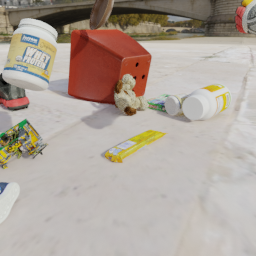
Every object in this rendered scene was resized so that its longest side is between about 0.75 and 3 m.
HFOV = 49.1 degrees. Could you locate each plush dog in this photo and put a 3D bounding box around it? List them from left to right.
[{"bbox_3d":[-0.102,-0.967,9.211,1.109,1.383,1.188,-30,3,15],"label":"plush dog"}]

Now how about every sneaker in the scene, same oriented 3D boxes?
[{"bbox_3d":[-2.167,1.182,4.320,0.672,0.370,0.918,-8,25,12],"label":"sneaker"},{"bbox_3d":[-4.415,-1.444,10.121,0.895,1.236,2.531,-21,27,-39],"label":"sneaker"},{"bbox_3d":[2.440,-1.782,3.947,1.738,0.676,0.714,-32,38,0],"label":"sneaker"}]

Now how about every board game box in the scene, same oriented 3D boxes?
[{"bbox_3d":[1.376,-0.940,10.181,1.033,0.223,1.535,15,25,37],"label":"board game box"}]

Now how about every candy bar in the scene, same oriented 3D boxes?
[{"bbox_3d":[0.245,0.354,6.660,0.513,0.228,2.056,14,25,34],"label":"candy bar"}]

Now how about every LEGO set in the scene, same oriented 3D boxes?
[{"bbox_3d":[-2.304,0.439,6.086,1.011,0.762,1.315,-38,28,-12],"label":"LEGO set"}]

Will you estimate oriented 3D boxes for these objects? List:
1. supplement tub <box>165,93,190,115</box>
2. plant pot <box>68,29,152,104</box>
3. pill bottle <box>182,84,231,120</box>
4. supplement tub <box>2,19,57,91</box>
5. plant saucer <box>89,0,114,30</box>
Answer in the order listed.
[{"bbox_3d":[1.719,-0.791,9.170,0.888,0.641,0.641,-14,24,-32],"label":"supplement tub"},{"bbox_3d":[-0.562,-2.267,10.857,2.248,2.551,2.549,28,33,32],"label":"plant pot"},{"bbox_3d":[2.421,-0.786,8.676,0.956,0.956,1.722,17,26,38],"label":"pill bottle"},{"bbox_3d":[-1.766,-1.314,5.145,0.810,1.120,0.810,11,-7,1],"label":"supplement tub"},{"bbox_3d":[-0.795,-3.719,8.771,0.262,1.435,1.435,16,11,-29],"label":"plant saucer"}]
